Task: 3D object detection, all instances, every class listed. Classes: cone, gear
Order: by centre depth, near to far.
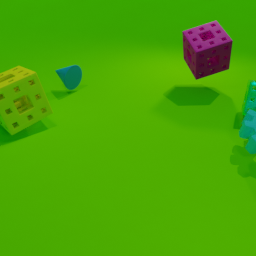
[{"bbox_3d":[3.657,0.240,6.443,2.030,0.375,2.030,5,42,-4],"label":"gear"},{"bbox_3d":[-2.269,-1.917,9.961,0.898,0.894,0.894,24,38,25],"label":"cone"}]

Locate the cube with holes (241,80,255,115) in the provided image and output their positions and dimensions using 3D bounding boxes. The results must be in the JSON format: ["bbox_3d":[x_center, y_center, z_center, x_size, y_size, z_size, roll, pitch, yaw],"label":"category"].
[{"bbox_3d":[3.895,-0.825,8.099,0.940,0.940,0.940,12,17,17],"label":"cube with holes"}]

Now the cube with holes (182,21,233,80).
[{"bbox_3d":[2.707,-2.687,9.718,1.231,1.231,1.231,-18,53,1],"label":"cube with holes"}]

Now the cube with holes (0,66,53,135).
[{"bbox_3d":[-3.058,-0.797,7.621,1.239,1.239,1.239,-33,36,-27],"label":"cube with holes"}]
